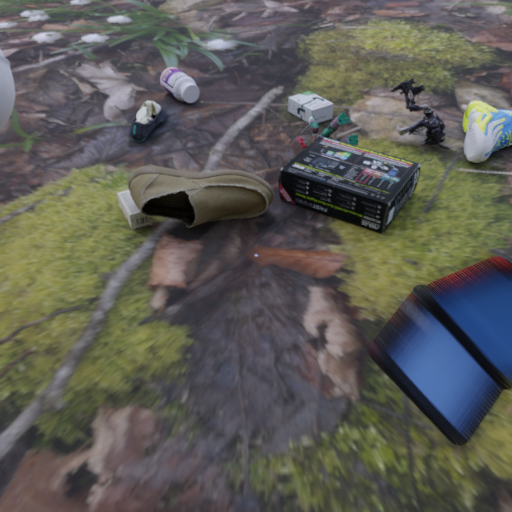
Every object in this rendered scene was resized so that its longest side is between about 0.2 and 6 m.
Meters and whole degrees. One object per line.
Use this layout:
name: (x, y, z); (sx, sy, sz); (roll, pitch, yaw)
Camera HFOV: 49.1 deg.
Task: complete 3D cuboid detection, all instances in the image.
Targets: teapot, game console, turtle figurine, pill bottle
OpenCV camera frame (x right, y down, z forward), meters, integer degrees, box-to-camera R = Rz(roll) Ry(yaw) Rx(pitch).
teapot: (-3.364, -2.161, 6.322); (1.529, 1.117, 1.509); (29, 2, 18)
game console: (1.898, 0.878, 4.820); (1.187, 1.377, 0.818); (-48, 14, -16)
turtle figurine: (1.413, -2.337, 11.337); (0.689, 1.025, 1.369); (-53, 20, -25)
pill bottle: (-1.842, -4.144, 13.690); (0.612, 0.612, 1.099); (-22, 45, -25)

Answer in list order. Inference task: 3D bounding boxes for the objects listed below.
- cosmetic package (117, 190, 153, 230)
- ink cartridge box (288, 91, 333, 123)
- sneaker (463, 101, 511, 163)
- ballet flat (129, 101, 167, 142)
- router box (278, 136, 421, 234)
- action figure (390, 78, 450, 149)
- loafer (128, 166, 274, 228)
cosmetic package: (-2.124, -0.825, 9.818); (0.404, 0.341, 0.782); (-17, 43, -19)
ink cartridge box: (1.265, -3.440, 13.003); (0.660, 0.374, 0.900); (-24, 45, -27)
sneaker: (4.978, -2.589, 11.562); (1.226, 0.884, 2.335); (10, 39, 11)
ballet flat: (-2.393, -3.121, 12.491); (0.576, 0.576, 1.578); (8, 40, 10)
router box: (1.690, -1.362, 10.216); (2.126, 0.660, 1.593); (22, 44, 24)
action figure: (3.488, -2.883, 11.971); (0.984, 0.845, 1.656); (-10, 73, -55)
loafer: (-0.915, -0.907, 9.470); (2.482, 0.944, 0.837); (2, 52, -9)
